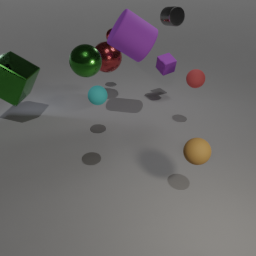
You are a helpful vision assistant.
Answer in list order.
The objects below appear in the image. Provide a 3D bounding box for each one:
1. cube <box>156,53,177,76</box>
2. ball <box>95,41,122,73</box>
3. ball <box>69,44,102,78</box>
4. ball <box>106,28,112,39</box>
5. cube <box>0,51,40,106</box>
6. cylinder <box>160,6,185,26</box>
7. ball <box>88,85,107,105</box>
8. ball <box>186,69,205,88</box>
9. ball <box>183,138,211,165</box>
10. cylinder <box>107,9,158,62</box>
[{"bbox_3d":[1.855,-3.111,13.649,0.700,0.700,0.700,-22,57,-18],"label":"cube"},{"bbox_3d":[-0.980,-3.281,12.975,1.400,1.400,1.400,0,30,0],"label":"ball"},{"bbox_3d":[-0.910,-1.441,6.023,0.700,0.700,0.700,0,30,0],"label":"ball"},{"bbox_3d":[-0.713,-4.428,13.455,0.700,0.700,0.700,0,30,0],"label":"ball"},{"bbox_3d":[-4.680,-2.015,11.397,1.400,1.400,1.400,29,30,-9],"label":"cube"},{"bbox_3d":[1.698,-4.279,10.736,0.700,0.700,0.700,-12,25,-21],"label":"cylinder"},{"bbox_3d":[-1.081,-1.159,9.952,0.700,0.700,0.700,0,30,0],"label":"ball"},{"bbox_3d":[2.523,-1.840,10.446,0.700,0.700,0.700,0,30,0],"label":"ball"},{"bbox_3d":[1.767,0.596,7.158,0.700,0.700,0.700,0,30,0],"label":"ball"},{"bbox_3d":[0.161,-3.394,10.358,1.400,1.400,1.400,27,23,-19],"label":"cylinder"}]
